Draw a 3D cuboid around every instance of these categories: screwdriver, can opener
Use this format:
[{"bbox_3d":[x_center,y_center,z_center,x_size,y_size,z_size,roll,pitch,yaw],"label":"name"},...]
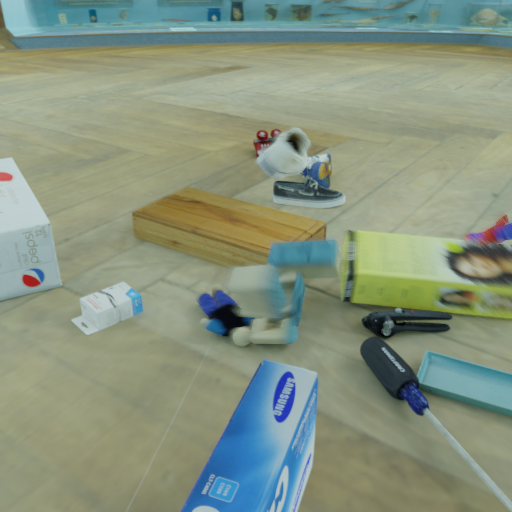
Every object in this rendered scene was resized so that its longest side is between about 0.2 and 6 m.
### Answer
[{"bbox_3d":[1.931,1.821,6.014,0.449,0.430,3.085,20,17,-24],"label":"screwdriver"},{"bbox_3d":[2.127,0.899,7.813,1.259,0.399,0.495,-2,27,-3],"label":"can opener"}]

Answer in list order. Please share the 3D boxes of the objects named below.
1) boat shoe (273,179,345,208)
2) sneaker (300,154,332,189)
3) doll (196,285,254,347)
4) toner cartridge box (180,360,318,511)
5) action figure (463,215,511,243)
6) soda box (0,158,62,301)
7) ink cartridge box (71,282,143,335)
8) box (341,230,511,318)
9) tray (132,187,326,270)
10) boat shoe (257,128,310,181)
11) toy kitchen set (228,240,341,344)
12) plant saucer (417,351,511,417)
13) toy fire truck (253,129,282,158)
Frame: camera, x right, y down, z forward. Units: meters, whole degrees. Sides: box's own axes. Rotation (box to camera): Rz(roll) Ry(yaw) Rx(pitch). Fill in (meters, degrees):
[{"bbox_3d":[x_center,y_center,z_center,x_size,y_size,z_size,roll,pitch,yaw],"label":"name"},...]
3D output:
[{"bbox_3d":[1.123,-1.372,11.901,1.547,0.524,0.555,6,29,10],"label":"boat shoe"},{"bbox_3d":[1.335,-1.922,12.956,0.748,0.639,1.698,-2,18,12],"label":"sneaker"},{"bbox_3d":[-0.396,0.842,8.004,0.892,0.317,1.308,-11,30,-22],"label":"doll"},{"bbox_3d":[-0.131,2.189,4.473,0.588,1.293,2.723,10,30,17],"label":"toner cartridge box"},{"bbox_3d":[4.179,-0.396,9.469,2.045,0.529,0.669,-21,-15,18],"label":"action figure"},{"bbox_3d":[-4.504,-0.611,9.815,1.242,1.161,3.646,-15,31,-26],"label":"soda box"},{"bbox_3d":[-2.189,0.755,8.174,0.916,0.311,0.531,-24,36,-37],"label":"ink cartridge box"},{"bbox_3d":[2.630,0.260,8.322,2.676,0.671,1.007,4,43,5],"label":"box"},{"bbox_3d":[-0.517,-0.489,10.213,3.217,0.596,1.586,16,32,29],"label":"tray"},{"bbox_3d":[0.728,-2.147,11.240,0.821,0.809,2.317,47,25,2],"label":"boat shoe"},{"bbox_3d":[0.463,0.189,7.554,1.037,1.410,1.760,-2,46,18],"label":"toy kitchen set"},{"bbox_3d":[2.942,1.639,6.678,1.965,0.186,0.687,12,31,23],"label":"plant saucer"},{"bbox_3d":[0.403,-2.901,14.879,0.952,0.534,0.799,-8,53,-13],"label":"toy fire truck"}]
